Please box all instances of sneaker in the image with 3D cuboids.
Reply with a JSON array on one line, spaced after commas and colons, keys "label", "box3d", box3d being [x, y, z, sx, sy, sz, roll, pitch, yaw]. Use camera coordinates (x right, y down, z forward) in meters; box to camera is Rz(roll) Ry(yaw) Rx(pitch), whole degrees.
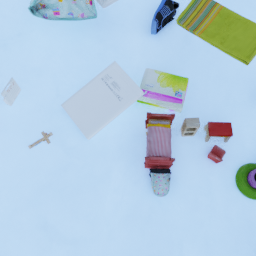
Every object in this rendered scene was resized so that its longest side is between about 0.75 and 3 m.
[{"label": "sneaker", "box3d": [1.509, -4.524, 11.395, 0.741, 0.667, 1.902, 17, 68, 15]}]

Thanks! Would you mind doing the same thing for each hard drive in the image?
[{"label": "hard drive", "box3d": [-0.918, -0.997, 9.903, 2.512, 0.335, 1.657, -40, 72, -2]}]

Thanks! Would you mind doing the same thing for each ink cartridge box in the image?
[{"label": "ink cartridge box", "box3d": [-4.226, -1.312, 9.983, 0.223, 0.942, 0.754, 21, 70, 8]}]

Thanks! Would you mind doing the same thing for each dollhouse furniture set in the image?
[{"label": "dollhouse furniture set", "box3d": [1.997, 0.454, 9.141, 2.976, 1.210, 1.602, 1, 69, 0]}]

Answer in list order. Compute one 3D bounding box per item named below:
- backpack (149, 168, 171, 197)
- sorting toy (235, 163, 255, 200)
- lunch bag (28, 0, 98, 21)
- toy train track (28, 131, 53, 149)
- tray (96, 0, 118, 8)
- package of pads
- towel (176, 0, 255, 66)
[{"label": "backpack", "box3d": [1.023, 1.737, 8.942, 0.742, 0.563, 0.889, 0, 84, 6]}, {"label": "sorting toy", "box3d": [4.716, 1.409, 8.887, 2.405, 0.987, 1.445, -8, 69, -3]}, {"label": "lunch bag", "box3d": [-2.579, -4.973, 10.797, 2.460, 1.500, 2.095, -11, 38, -7]}, {"label": "toy train track", "box3d": [-3.048, 0.418, 9.733, 0.925, 0.150, 0.530, -34, 72, -12]}, {"label": "tray", "box3d": [-0.639, -5.923, 12.206, 1.709, 0.190, 0.918, -35, 74, -13]}, {"label": "package of pads", "box3d": [1.278, -1.409, 10.217, 1.695, 0.578, 1.310, 14, 69, 6]}, {"label": "towel", "box3d": [2.229, -2.418, 6.690, 2.156, 0.195, 0.928, 41, 102, 23]}]
